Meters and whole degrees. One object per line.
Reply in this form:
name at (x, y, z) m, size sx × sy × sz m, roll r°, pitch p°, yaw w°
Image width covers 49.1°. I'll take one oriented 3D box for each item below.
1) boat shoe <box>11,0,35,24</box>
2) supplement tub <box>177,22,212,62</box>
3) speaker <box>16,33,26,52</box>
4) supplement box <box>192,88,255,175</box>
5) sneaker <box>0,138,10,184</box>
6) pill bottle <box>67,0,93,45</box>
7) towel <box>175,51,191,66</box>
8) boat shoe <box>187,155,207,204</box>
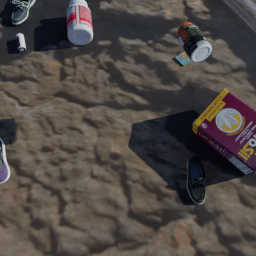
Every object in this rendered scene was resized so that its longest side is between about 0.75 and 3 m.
boat shoe at (-5.216, -6.076, 13.850) m, size 0.815 × 0.673 × 2.178 m, roll 17°, pitch 66°, yaw 8°
supplement tub at (1.926, -2.565, 8.315) m, size 0.697 × 0.697 × 1.137 m, roll -16°, pitch 58°, yaw -7°
speaker at (-4.985, -3.970, 13.041) m, size 0.356 × 0.356 × 0.876 m, roll -14°, pitch 66°, yaw -7°
supplement box at (3.957, 0.167, 10.284) m, size 2.714 × 1.400 × 1.776 m, roll 40°, pitch 88°, yaw 17°
sneaker at (-5.072, 0.886, 10.382) m, size 0.868 × 1.004 × 2.293 m, roll -28°, pitch 68°, yaw -12°
pill bottle at (-2.275, -5.008, 13.093) m, size 1.140 × 1.140 × 2.031 m, roll -6°, pitch 65°, yaw -3°
towel at (2.627, -3.236, 12.838) m, size 0.835 × 0.091 × 0.612 m, roll -36°, pitch 71°, yaw -16°
boat shoe at (2.520, 1.809, 10.173) m, size 0.673 × 0.597 × 1.801 m, roll 4°, pitch 65°, yaw 2°
